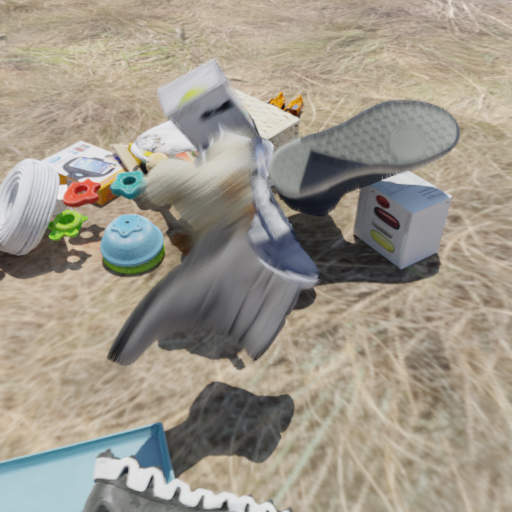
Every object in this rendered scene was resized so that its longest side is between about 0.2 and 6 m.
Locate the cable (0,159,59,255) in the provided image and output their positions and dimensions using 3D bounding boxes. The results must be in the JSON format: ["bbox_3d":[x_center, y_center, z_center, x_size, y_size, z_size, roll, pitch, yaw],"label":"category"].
[{"bbox_3d":[-4.611,-1.001,11.099,0.680,1.965,1.965,21,27,-38],"label":"cable"}]

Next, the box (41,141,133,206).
[{"bbox_3d":[-4.083,-2.079,13.496,2.407,0.499,1.433,24,44,24],"label":"box"}]

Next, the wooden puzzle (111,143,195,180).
[{"bbox_3d":[-2.244,-2.266,13.420,1.914,0.385,2.069,-5,35,-33],"label":"wooden puzzle"}]

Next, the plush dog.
[{"bbox_3d":[-0.573,-0.756,8.774,1.881,1.616,1.509,-30,49,-26],"label":"plush dog"}]

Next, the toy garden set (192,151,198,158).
[{"bbox_3d":[-1.120,-3.092,14.892,1.328,0.318,1.593,28,46,30],"label":"toy garden set"}]

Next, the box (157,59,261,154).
[{"bbox_3d":[-0.878,-2.806,11.452,1.306,2.240,0.673,-24,63,11],"label":"box"}]

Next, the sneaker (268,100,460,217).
[{"bbox_3d":[1.982,-1.800,10.958,3.469,2.507,1.319,-14,81,3],"label":"sneaker"}]

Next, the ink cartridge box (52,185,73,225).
[{"bbox_3d":[-4.118,-1.085,11.813,0.341,1.012,0.593,-7,39,-8],"label":"ink cartridge box"}]

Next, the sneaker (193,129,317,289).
[{"bbox_3d":[0.120,-0.935,10.100,3.212,1.743,1.126,41,27,12],"label":"sneaker"}]

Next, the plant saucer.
[{"bbox_3d":[-2.593,3.000,7.287,2.957,0.281,1.034,-10,40,-14],"label":"plant saucer"}]

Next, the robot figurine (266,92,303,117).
[{"bbox_3d":[0.651,-4.149,16.077,1.246,0.500,1.718,15,41,20],"label":"robot figurine"}]

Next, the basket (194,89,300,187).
[{"bbox_3d":[-0.202,-2.877,13.535,2.290,1.413,1.552,31,47,22],"label":"basket"}]

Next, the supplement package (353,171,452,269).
[{"bbox_3d":[2.849,-0.789,11.139,1.062,1.381,1.445,-22,44,-25],"label":"supplement package"}]

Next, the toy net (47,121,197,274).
[{"bbox_3d":[-2.597,-1.510,12.049,2.243,0.826,4.276,9,47,10],"label":"toy net"}]

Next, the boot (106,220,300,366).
[{"bbox_3d":[-0.521,0.786,7.026,1.624,0.861,2.467,44,61,-3],"label":"boot"}]

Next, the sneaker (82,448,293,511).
[{"bbox_3d":[-0.621,3.359,6.302,3.150,1.047,1.425,15,54,9],"label":"sneaker"}]
